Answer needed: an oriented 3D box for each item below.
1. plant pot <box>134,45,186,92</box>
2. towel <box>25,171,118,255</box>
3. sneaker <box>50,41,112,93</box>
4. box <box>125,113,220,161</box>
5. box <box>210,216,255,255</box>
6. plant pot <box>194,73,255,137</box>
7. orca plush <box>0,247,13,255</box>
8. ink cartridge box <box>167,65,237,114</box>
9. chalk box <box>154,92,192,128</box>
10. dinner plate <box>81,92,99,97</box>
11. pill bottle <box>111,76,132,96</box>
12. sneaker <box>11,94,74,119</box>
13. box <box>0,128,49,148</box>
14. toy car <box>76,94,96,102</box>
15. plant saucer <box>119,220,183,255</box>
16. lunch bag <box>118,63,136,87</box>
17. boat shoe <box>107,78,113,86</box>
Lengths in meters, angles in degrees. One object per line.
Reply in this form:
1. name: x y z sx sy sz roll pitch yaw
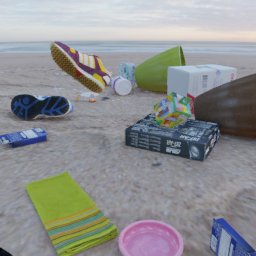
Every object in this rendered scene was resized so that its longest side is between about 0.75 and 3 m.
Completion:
1. plant pot: 1.971 -3.304 16.972 2.918 2.731 2.731 -9 16 18
2. towel: -1.332 1.640 5.956 1.147 0.241 2.666 -11 22 -30
3. sneaker: -1.417 -2.007 8.622 0.767 2.046 0.922 -19 35 53
4. box: 1.544 0.197 9.475 2.685 0.584 2.151 10 22 26
5. box: 1.675 1.972 4.412 0.171 0.640 1.057 -5 20 -16
6. plant pot: 3.751 -0.738 10.166 2.471 2.310 2.310 -3 15 31
7. orca plush: -2.475 2.022 4.442 1.463 0.520 0.770 4 20 11
8. ink cartridge box: 3.493 -1.955 13.502 2.673 1.942 1.933 -7 21 -20
9. chalk box: 1.201 -0.483 7.132 0.590 0.586 0.945 14 -34 -34
10. dinner plate: -2.231 -1.981 16.347 1.067 0.129 1.067 1 20 -1
11. pill bottle: -0.463 -2.573 16.740 0.977 0.977 1.741 -5 20 -14
12. sneaker: -3.719 -0.862 12.172 2.913 1.103 1.122 6 -1 14
13. box: -3.578 0.337 9.603 1.494 0.242 0.905 -11 22 -32
14. toy car: -2.258 -1.630 14.937 1.183 0.394 0.580 2 19 5
15. plant saucer: 0.387 2.026 4.803 1.098 0.278 1.098 0 20 0
16. lunch bag: -0.086 -3.437 18.306 0.777 1.616 2.015 -1 13 -15
17. boat shoe: -1.241 -3.199 19.148 1.446 0.521 0.513 -14 28 -30
